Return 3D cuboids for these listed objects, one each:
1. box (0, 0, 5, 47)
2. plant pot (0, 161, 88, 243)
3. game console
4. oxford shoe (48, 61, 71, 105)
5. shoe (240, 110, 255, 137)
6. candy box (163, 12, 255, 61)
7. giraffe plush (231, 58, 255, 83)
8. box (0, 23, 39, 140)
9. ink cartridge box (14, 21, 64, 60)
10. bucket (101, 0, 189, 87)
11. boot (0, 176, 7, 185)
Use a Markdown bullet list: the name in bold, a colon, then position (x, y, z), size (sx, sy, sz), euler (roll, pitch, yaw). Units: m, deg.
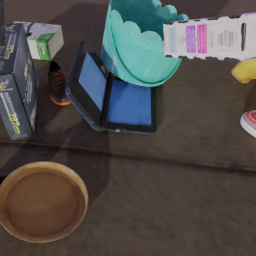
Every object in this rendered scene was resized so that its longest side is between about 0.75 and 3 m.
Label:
- **box**: position (-2.516, -2.228, 4.542), size (0.760, 1.294, 1.273), euler (-11, 60, -29)
- **plant pot**: position (-1.768, 1.522, 5.883), size (1.840, 0.253, 1.840), euler (11, 45, -12)
- **game console**: position (-0.331, -1.262, 8.067), size (1.586, 2.288, 2.680), euler (-19, 41, 20)
- **oxford shoe**: position (-2.206, -1.417, 8.767), size (0.668, 0.680, 1.876), euler (-17, 48, -16)
- **shoe**: position (4.362, -0.129, 7.091), size (2.699, 1.228, 0.964), euler (24, 50, 22)
- **candy box**: position (2.203, -2.021, 6.105), size (1.914, 0.816, 2.282), euler (-16, 22, -27)
- **giraffe plush**: position (4.948, -1.859, 8.323), size (2.341, 2.887, 2.491), euler (47, 62, 3)
- **box**: position (-3.035, -1.321, 7.681), size (0.677, 2.091, 2.652), euler (-8, 45, -7)
- **ink cartridge box**: position (-3.603, -3.311, 10.568), size (1.918, 0.797, 1.406), euler (7, 45, 7)
- **bucket**: position (0.518, -2.756, 8.844), size (2.838, 1.847, 2.838), euler (13, 43, -12)
- **boot**: position (-2.956, 1.466, 6.046), size (0.904, 0.455, 1.209), euler (10, 45, 10)
